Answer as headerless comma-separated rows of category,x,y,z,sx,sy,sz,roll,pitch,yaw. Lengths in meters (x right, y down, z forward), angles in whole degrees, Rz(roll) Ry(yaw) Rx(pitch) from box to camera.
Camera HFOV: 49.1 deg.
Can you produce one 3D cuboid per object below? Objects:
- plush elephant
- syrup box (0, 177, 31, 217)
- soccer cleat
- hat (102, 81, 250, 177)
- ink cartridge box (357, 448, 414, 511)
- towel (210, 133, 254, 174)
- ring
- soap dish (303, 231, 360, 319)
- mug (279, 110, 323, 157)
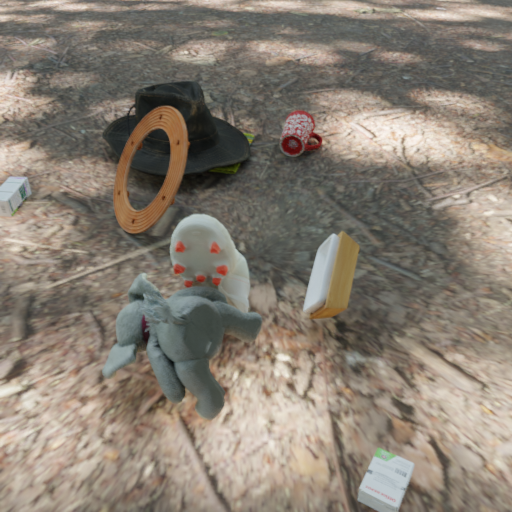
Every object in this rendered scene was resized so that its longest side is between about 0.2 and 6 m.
plush elephant,-1.358,1.206,8.492,1.727,2.231,1.837,-2,56,44
syrup box,-5.733,-1.395,13.099,0.458,0.443,1.125,4,36,5
soccer cleat,-0.665,0.125,9.007,1.009,2.913,1.130,2,57,11
hat,-2.049,-3.694,14.783,4.174,1.684,4.174,5,33,-3
ink cartridge box,1.700,2.965,7.331,0.520,0.300,0.714,19,41,24
towel,-0.749,-2.868,15.299,0.956,0.201,2.221,7,37,10
ring,-2.282,-1.846,12.134,0.273,2.846,2.846,15,23,-39
soap dish,1.283,0.384,9.505,0.549,1.063,1.351,17,71,-5
mug,1.234,-3.332,15.418,1.136,0.854,1.280,7,40,12
